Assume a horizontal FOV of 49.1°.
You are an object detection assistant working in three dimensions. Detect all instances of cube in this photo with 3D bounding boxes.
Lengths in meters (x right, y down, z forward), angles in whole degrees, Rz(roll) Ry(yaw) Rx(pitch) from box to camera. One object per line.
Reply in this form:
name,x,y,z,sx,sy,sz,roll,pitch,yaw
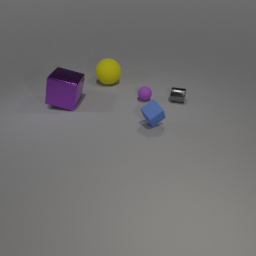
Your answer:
cube,-2.971,-1.864,13.277,1.400,1.400,1.400,15,32,-1
cube,1.040,-0.611,11.578,0.700,0.700,0.700,-36,62,-4

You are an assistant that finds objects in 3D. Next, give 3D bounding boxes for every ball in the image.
ball,0.838,-1.722,13.932,0.700,0.700,0.700,0,31,0
ball,-1.096,-3.137,15.560,1.400,1.400,1.400,0,31,0

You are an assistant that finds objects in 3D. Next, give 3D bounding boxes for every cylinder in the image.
cylinder,2.475,-1.630,13.819,0.700,0.700,0.700,10,33,15
